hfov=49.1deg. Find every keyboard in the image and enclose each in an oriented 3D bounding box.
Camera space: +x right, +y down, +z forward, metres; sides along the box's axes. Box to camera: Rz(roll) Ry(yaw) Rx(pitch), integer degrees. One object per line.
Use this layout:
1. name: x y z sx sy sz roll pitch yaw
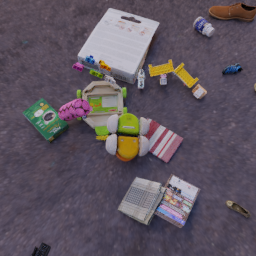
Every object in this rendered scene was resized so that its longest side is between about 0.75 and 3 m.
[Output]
1. keyboard: -2.629 3.753 8.076 0.447 0.170 0.860 20 64 10

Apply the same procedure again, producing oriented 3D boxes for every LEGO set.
1. LEGO set: 1.692 -1.920 10.724 2.667 0.993 1.227 9 98 0
2. LEGO set: -1.054 -2.071 9.446 1.502 0.573 0.617 20 24 -21

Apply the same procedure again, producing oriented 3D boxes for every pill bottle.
1. pill bottle: 3.261 -4.302 11.959 0.509 0.509 0.850 -37 68 -17

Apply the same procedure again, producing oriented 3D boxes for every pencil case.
1. pencil case: -1.739 -0.548 9.116 0.648 1.384 0.628 -2 87 -35

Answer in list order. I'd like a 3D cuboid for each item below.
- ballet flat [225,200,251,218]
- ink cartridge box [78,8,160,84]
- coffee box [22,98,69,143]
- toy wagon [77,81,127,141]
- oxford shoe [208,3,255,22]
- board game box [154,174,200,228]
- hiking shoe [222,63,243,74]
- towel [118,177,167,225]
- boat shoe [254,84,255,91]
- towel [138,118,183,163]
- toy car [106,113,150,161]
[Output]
1. ballet flat: 3.430 2.504 8.691 0.821 0.190 0.277 32 67 15
2. ink cartridge box: -0.316 -3.426 11.435 2.383 0.704 2.977 20 64 10
3. coffee box: -2.937 -0.284 10.018 1.536 0.338 0.944 41 71 19
4. toy wagon: -0.924 -0.613 10.054 1.793 0.457 2.311 -3 71 0
5. oxford shoe: 4.606 -5.211 12.317 2.028 0.723 0.723 6 65 5
6. board game box: 1.468 2.232 8.596 0.985 0.598 1.236 27 66 13
7. hiking shoe: 4.125 -2.295 11.046 0.868 0.323 0.376 -24 65 -12
8. towel: 0.411 2.152 8.496 1.305 0.225 1.257 10 58 44
9. boat shoe: 5.773 -1.558 10.466 1.907 0.686 0.688 9 64 5
10. towel: 1.029 0.414 9.774 1.483 0.169 1.068 32 70 17
11. toy car: -0.045 0.333 9.248 1.371 1.174 1.566 5 67 -9
